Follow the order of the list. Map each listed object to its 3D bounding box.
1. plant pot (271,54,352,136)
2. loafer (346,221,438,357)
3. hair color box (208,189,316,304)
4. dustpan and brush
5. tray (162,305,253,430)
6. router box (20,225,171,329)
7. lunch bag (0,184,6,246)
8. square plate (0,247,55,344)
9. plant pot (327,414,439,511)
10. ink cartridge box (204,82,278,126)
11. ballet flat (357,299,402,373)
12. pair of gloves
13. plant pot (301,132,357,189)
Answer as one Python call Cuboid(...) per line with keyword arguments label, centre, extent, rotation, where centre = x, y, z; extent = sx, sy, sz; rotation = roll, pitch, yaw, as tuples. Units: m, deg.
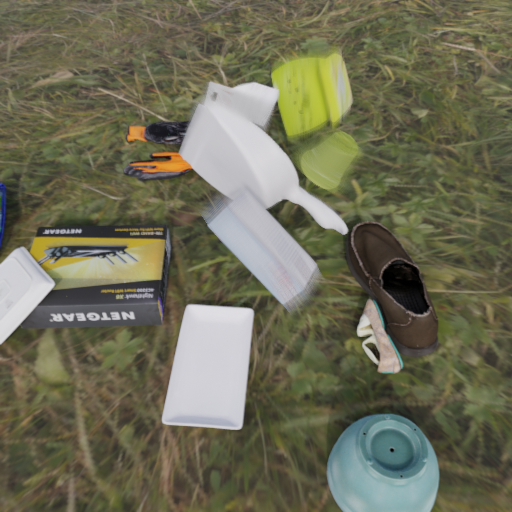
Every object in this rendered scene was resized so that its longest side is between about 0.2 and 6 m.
Cuboid(label="plant pot", centre=(1.402, -3.878, 13.217), extent=(1.394, 1.537, 1.529), rotation=(-6, 26, 29))
Cuboid(label="loafer", centre=(2.686, 0.341, 10.749), extent=(1.179, 1.152, 3.229), rotation=(-12, 47, -10))
Cuboid(label="hair color box", centre=(0.132, -0.168, 9.471), extent=(1.825, 0.553, 0.903), rotation=(46, 34, -6))
Cuboid(label="dustpan and brush", centre=(0.286, -1.518, 11.512), extent=(3.771, 2.632, 1.079), rotation=(45, 69, -3))
Cuboid(label="tray", centre=(-0.783, 1.924, 9.892), extent=(1.315, 0.272, 2.450), rotation=(3, 47, 4))
Cuboid(label="router box", centre=(-3.123, 0.358, 11.047), extent=(2.700, 0.705, 2.123), rotation=(-2, 47, -2))
Cuboid(label="lunch bag", centre=(-6.368, -0.791, 11.711), extent=(1.860, 1.394, 2.188), rotation=(-3, 42, -9))
Cuboid(label="square plate", centre=(-4.697, 0.738, 10.421), extent=(1.681, 0.239, 1.665), rotation=(-49, 48, -8))
Cuboid(label="plant pot", centre=(1.938, 3.037, 8.269), extent=(1.666, 1.116, 1.666), rotation=(0, 47, 0))
Cuboid(label="ink cartridge box", centre=(-0.317, -3.207, 11.440), extent=(1.343, 1.091, 0.383), rotation=(20, 75, -7))
Cuboid(label="ballet flat", centre=(2.145, 1.445, 10.197), extent=(0.525, 0.531, 1.560), rotation=(-15, 47, -1))
Cuboid(label="pair of gloves", centre=(-2.234, -2.711, 14.242), extent=(2.209, 0.307, 2.479), rotation=(-6, 44, -4))
Cuboid(label="plant pot", centre=(1.463, -1.895, 10.672), extent=(0.912, 0.866, 0.912), rotation=(14, 57, -23))
